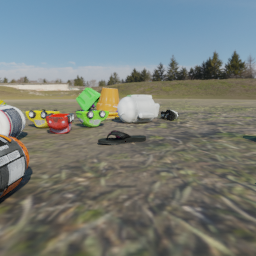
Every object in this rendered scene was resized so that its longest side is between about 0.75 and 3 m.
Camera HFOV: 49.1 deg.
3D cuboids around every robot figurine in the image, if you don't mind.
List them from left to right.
[{"bbox_3d":[0.374,-0.778,11.852,1.965,1.110,1.666,-5,22,-32],"label":"robot figurine"}]

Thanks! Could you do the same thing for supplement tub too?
[{"bbox_3d":[-1.742,0.506,3.317,0.802,0.802,1.309,0,7,3],"label":"supplement tub"},{"bbox_3d":[-3.296,-0.094,7.194,0.969,0.969,1.381,0,7,0],"label":"supplement tub"}]

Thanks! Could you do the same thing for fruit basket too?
[{"bbox_3d":[-1.987,-1.542,17.825,2.358,1.701,2.358,43,6,-5],"label":"fruit basket"}]

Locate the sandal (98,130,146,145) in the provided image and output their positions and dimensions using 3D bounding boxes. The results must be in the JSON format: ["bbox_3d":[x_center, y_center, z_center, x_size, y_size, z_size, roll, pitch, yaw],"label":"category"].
[{"bbox_3d":[-0.166,0.215,7.330,1.384,0.331,0.520,-5,9,-32],"label":"sandal"}]

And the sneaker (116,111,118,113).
[{"bbox_3d":[-0.260,-0.959,15.019,1.096,0.697,1.922,-7,9,-23],"label":"sneaker"}]

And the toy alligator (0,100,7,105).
[{"bbox_3d":[-5.484,-0.636,12.320,0.809,0.884,2.983,-46,26,-17],"label":"toy alligator"}]

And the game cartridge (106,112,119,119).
[{"bbox_3d":[-1.420,-0.659,14.155,1.599,0.294,1.814,-7,11,-42],"label":"game cartridge"}]

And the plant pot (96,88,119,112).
[{"bbox_3d":[-1.031,-1.565,15.412,1.350,1.236,1.350,5,7,-1],"label":"plant pot"}]

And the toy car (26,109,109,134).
[{"bbox_3d":[-1.927,-0.288,9.984,2.778,0.658,2.952,-5,9,-35],"label":"toy car"}]

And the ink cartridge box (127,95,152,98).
[{"bbox_3d":[0.711,-1.521,17.554,1.516,1.102,0.664,6,10,38],"label":"ink cartridge box"}]

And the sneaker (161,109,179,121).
[{"bbox_3d":[2.156,-0.642,13.144,0.783,0.513,1.360,-5,6,-19],"label":"sneaker"}]
